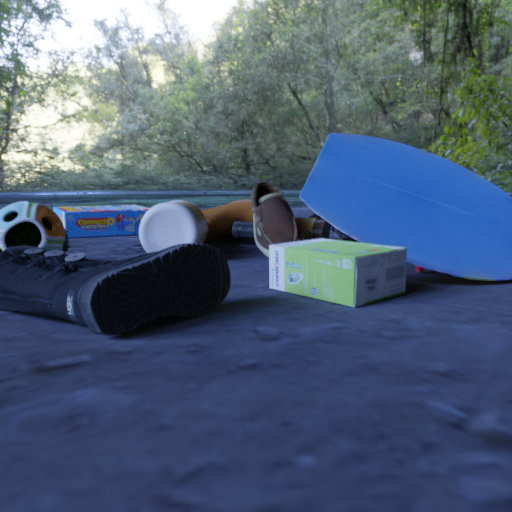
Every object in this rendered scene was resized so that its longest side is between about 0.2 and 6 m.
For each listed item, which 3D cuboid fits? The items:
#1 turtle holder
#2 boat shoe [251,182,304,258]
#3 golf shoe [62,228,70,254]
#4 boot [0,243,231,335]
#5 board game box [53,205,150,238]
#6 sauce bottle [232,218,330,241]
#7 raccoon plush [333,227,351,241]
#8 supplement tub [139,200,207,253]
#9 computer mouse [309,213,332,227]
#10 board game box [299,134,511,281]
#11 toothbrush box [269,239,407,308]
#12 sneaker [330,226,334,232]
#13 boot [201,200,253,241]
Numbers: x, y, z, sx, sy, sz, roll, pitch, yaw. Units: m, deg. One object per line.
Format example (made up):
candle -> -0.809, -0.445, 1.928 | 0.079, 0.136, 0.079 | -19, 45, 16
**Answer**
turtle holder -> -3.921, -0.261, 9.077 | 1.579, 1.200, 1.121 | -7, 6, -19
boat shoe -> 0.318, -0.818, 11.656 | 0.965, 0.966, 2.612 | -16, 29, -6
golf shoe -> -4.707, -0.265, 10.065 | 2.508, 0.968, 1.105 | -6, 10, -29
boot -> -2.024, 0.295, 7.196 | 2.720, 0.893, 2.242 | 1, 6, 39
board game box -> -4.360, -1.021, 15.964 | 2.433, 0.694, 2.485 | -4, 9, -26
sauce bottle -> 0.545, -0.537, 12.843 | 2.219, 0.718, 0.718 | 2, 9, 24
raccoon plush -> 2.701, -0.478, 12.793 | 1.228, 1.700, 2.538 | -16, -22, -6
supplement tub -> -1.611, -0.527, 11.266 | 1.161, 1.161, 1.604 | 0, 8, 3
computer mouse -> 1.183, -0.871, 13.883 | 2.589, 0.441, 0.759 | -13, -14, 1
board game box -> 2.897, -0.755, 10.702 | 4.001, 0.986, 5.064 | 20, 34, 5
toothbrush box -> 1.148, 0.185, 8.051 | 1.182, 0.699, 1.623 | -9, 13, -42
sneaker -> 2.682, -0.880, 14.574 | 1.037, 1.152, 2.956 | -4, -12, -17
boot -> -1.002, -0.819, 13.309 | 2.553, 0.979, 1.982 | -4, 4, 6
